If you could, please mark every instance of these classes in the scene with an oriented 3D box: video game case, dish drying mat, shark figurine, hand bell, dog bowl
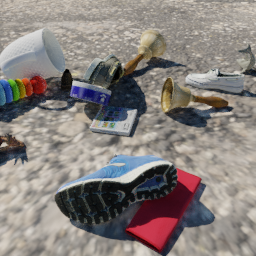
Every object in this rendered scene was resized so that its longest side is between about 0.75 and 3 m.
[{"bbox_3d":[-0.406,-0.251,8.458,1.159,0.151,1.274,7,37,10],"label":"video game case"},{"bbox_3d":[0.805,1.573,5.845,0.798,0.189,2.078,20,39,26],"label":"dish drying mat"},{"bbox_3d":[4.686,-2.543,11.123,0.760,1.821,1.088,-41,75,6],"label":"shark figurine"},{"bbox_3d":[0.506,-2.945,11.765,1.295,1.295,2.488,19,52,25],"label":"hand bell"},{"bbox_3d":[-1.173,-1.080,8.824,1.235,0.487,1.235,14,3,-1],"label":"dog bowl"},{"bbox_3d":[2.232,-0.931,8.946,2.134,1.111,1.111,6,34,-11],"label":"hand bell"}]

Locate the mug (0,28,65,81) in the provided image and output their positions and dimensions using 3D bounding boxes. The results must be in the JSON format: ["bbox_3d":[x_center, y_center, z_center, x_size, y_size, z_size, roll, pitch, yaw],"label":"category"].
[{"bbox_3d":[-3.610,-2.438,10.031,1.971,1.660,2.248,-16,15,11],"label":"mug"}]

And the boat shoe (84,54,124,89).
[{"bbox_3d":[-0.679,-1.990,10.070,0.881,1.054,2.948,34,21,0],"label":"boat shoe"}]

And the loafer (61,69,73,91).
[{"bbox_3d":[-2.288,-1.793,10.357,0.486,0.475,1.332,-9,36,-12],"label":"loafer"}]

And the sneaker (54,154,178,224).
[{"bbox_3d":[-0.273,1.183,5.920,2.507,0.985,1.117,-13,18,-13],"label":"sneaker"}]

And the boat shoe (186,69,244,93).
[{"bbox_3d":[3.185,-1.853,10.253,2.067,0.690,0.760,10,36,14],"label":"boat shoe"}]

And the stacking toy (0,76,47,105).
[{"bbox_3d":[-3.822,-1.315,9.391,2.229,0.951,0.951,-22,41,-34],"label":"stacking toy"}]

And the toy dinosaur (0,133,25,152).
[{"bbox_3d":[-3.516,0.437,7.120,1.002,0.635,1.479,32,51,28],"label":"toy dinosaur"}]
